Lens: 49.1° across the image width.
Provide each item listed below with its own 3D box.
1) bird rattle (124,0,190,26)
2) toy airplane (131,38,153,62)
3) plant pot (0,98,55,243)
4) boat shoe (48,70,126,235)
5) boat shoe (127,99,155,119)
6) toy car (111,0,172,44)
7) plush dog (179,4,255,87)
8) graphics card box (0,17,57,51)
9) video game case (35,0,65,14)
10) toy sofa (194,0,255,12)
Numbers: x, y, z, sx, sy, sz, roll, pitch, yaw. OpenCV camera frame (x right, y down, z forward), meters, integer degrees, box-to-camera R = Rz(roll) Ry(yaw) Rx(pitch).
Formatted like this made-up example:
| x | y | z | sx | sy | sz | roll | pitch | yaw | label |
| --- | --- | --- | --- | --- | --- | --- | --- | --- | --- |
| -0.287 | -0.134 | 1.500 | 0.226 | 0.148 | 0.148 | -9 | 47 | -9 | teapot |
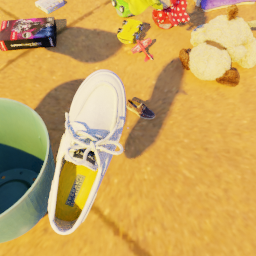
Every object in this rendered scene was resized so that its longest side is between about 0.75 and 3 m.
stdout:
| x | y | z | sx | sy | sz | roll | pitch | yaw | label |
| --- | --- | --- | --- | --- | --- | --- | --- | --- | --- |
| 0.805 | -2.996 | 5.970 | 1.814 | 1.479 | 1.022 | -7 | 28 | -41 | bird rattle |
| 0.515 | -2.519 | 9.030 | 0.913 | 0.168 | 0.913 | 5 | 77 | -21 | toy airplane |
| -2.639 | 1.050 | 5.529 | 2.598 | 2.085 | 2.598 | 0 | 55 | 0 | plant pot |
| -0.615 | 0.337 | 4.028 | 0.926 | 1.068 | 2.506 | 21 | 91 | -11 | boat shoe |
| 0.351 | -0.540 | 7.727 | 0.897 | 0.323 | 0.323 | 31 | 60 | 20 | boat shoe |
| 0.285 | -3.983 | 10.001 | 2.651 | 0.591 | 2.495 | -29 | 59 | -20 | toy car |
| 2.657 | -2.291 | 8.310 | 2.316 | 1.858 | 1.989 | 28 | 83 | 18 | plush dog |
| -3.378 | -3.211 | 9.525 | 1.841 | 0.468 | 1.155 | -5 | 55 | -5 | graphics card box |
| -3.010 | -4.790 | 10.803 | 0.756 | 0.190 | 0.834 | 37 | 63 | 23 | video game case |
| 3.779 | -5.374 | 10.710 | 2.473 | 1.024 | 1.207 | -12 | 55 | -9 | toy sofa |
